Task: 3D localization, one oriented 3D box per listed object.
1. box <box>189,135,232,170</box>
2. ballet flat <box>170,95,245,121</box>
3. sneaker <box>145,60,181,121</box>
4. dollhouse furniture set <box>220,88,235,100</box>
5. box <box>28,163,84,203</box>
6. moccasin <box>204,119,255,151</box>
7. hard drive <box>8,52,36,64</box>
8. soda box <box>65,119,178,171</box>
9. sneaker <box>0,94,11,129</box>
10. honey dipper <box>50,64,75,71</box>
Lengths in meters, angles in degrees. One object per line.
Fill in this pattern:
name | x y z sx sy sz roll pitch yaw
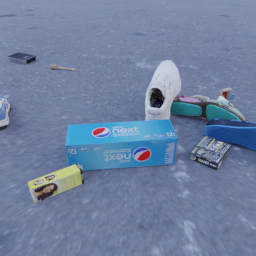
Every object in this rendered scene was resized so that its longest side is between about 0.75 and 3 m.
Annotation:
box | 2.373 0.680 8.032 0.859 0.262 1.066 23 40 29
ballet flat | 2.679 -0.706 9.425 2.631 0.909 0.936 15 48 30
sneaker | 1.177 -1.292 9.151 0.990 1.317 2.644 7 62 13
dollhouse furniture set | 3.396 -0.864 9.810 0.598 0.853 0.601 -11 35 -15
box | -1.732 1.338 6.860 1.288 0.485 0.323 -20 38 -26
moccasin | 3.532 0.036 8.386 2.340 0.941 0.798 16 38 21
hard drive | -5.458 -3.600 14.446 1.257 0.266 0.848 15 37 21
soda box | -0.181 0.459 7.750 2.911 0.934 0.987 -3 34 -5
sneaker | -4.559 -0.803 9.738 0.826 0.840 2.181 -17 36 -21
honey dipper | -3.111 -2.871 13.417 1.256 0.239 0.239 9 35 9
